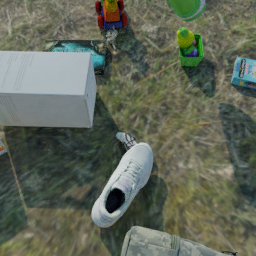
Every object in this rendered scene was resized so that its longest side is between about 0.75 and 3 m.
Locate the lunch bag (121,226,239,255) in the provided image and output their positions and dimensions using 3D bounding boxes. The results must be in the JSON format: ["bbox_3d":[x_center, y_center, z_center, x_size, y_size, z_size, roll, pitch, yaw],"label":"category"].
[{"bbox_3d":[0.923,3.612,5.183,2.473,2.055,2.949,9,57,8],"label":"lunch bag"}]

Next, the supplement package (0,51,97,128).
[{"bbox_3d":[-2.522,-1.144,8.529,2.893,1.697,1.691,2,57,1],"label":"supplement package"}]

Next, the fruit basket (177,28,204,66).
[{"bbox_3d":[2.193,-3.032,10.038,0.993,1.376,1.376,3,57,2],"label":"fruit basket"}]

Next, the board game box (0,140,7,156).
[{"bbox_3d":[-4.961,-0.203,8.092,1.432,1.407,2.731,-34,63,-20],"label":"board game box"}]

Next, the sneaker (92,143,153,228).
[{"bbox_3d":[0.036,1.374,7.113,0.932,1.240,2.490,32,64,0],"label":"sneaker"}]

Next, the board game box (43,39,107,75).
[{"bbox_3d":[-1.994,-2.645,10.348,2.336,0.329,1.580,1,57,0],"label":"board game box"}]

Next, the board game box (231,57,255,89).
[{"bbox_3d":[4.463,-1.880,9.838,1.448,0.340,1.093,16,58,10],"label":"board game box"}]

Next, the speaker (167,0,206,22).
[{"bbox_3d":[1.460,-4.264,8.313,1.011,2.286,1.011,-21,52,30],"label":"speaker"}]

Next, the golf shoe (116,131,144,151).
[{"bbox_3d":[0.074,0.510,8.209,1.209,0.467,0.533,31,69,19],"label":"golf shoe"}]

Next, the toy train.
[{"bbox_3d":[-0.637,-4.644,10.860,1.217,1.663,2.874,-7,57,-4],"label":"toy train"}]
